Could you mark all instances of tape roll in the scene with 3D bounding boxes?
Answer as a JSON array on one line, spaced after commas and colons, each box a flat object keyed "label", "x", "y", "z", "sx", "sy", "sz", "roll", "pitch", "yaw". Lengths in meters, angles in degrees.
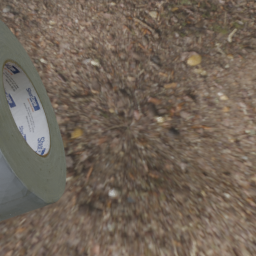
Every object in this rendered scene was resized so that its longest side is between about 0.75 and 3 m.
[{"label": "tape roll", "x": -1.917, "y": -0.143, "z": 4.234, "sx": 0.963, "sy": 2.915, "sz": 2.915, "roll": -19, "pitch": 62, "yaw": 0}]
